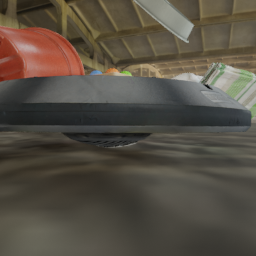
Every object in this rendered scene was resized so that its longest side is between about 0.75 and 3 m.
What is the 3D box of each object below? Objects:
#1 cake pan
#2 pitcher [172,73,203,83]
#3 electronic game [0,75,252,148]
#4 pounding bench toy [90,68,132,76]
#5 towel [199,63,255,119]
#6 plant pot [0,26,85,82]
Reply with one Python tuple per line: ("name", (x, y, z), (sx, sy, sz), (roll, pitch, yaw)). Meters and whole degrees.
("cake pan", (0.765, -3.127, 7.156), (0.441, 2.406, 2.406), (-49, -24, 25))
("pitcher", (1.981, -1.031, 9.322), (2.942, 1.784, 2.524), (-7, -17, -32))
("electronic game", (-0.135, -0.054, 1.895), (1.782, 0.371, 1.782), (0, 0, 0))
("pounding bench toy", (-0.152, -0.768, 7.395), (2.003, 1.562, 1.244), (1, 2, 37))
("towel", (3.169, -0.917, 8.695), (2.861, 0.439, 2.135), (7, -41, -27))
("plant pot", (-2.738, -1.158, 6.605), (2.793, 2.793, 2.716), (0, 10, 7))
